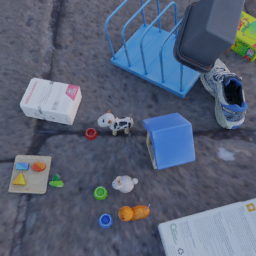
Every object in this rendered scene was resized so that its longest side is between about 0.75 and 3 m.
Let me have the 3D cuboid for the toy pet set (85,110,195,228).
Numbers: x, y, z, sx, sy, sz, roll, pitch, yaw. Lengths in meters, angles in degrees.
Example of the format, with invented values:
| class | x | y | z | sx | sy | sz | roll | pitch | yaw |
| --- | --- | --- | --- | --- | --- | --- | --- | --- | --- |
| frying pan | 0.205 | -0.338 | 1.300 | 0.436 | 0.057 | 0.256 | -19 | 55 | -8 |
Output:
| class | x | y | z | sx | sy | sz | roll | pitch | yaw |
| --- | --- | --- | --- | --- | --- | --- | --- | --- | --- |
| toy pet set | 0.275 | 0.710 | 7.200 | 2.690 | 1.530 | 2.881 | -12 | 64 | -6 |

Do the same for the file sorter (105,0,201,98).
| class | x | y | z | sx | sy | sz | roll | pitch | yaw |
| --- | --- | --- | --- | --- | --- | --- | --- | --- | --- |
| file sorter | 0.991 | -2.696 | 8.566 | 2.855 | 1.752 | 1.981 | 31 | 70 | 25 |

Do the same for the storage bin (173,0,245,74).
| class | x | y | z | sx | sy | sz | roll | pitch | yaw |
| --- | --- | --- | --- | --- | --- | --- | --- | --- | --- |
| storage bin | 2.160 | -2.491 | 6.962 | 1.389 | 1.282 | 1.908 | 23 | 73 | -12 |

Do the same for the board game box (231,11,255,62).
| class | x | y | z | sx | sy | sz | roll | pitch | yaw |
| --- | --- | --- | --- | --- | --- | --- | --- | --- | --- |
| board game box | 3.786 | -3.521 | 9.932 | 2.459 | 0.585 | 1.249 | 41 | 69 | 19 |

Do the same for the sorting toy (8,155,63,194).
| class | x | y | z | sx | sy | sz | roll | pitch | yaw |
| --- | --- | --- | --- | --- | --- | --- | --- | --- | --- |
| sorting toy | -2.451 | 1.246 | 7.659 | 1.472 | 0.217 | 1.088 | 2 | 62 | 2 |

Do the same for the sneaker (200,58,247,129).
| class | x | y | z | sx | sy | sz | roll | pitch | yaw |
| --- | --- | --- | --- | --- | --- | --- | --- | --- | --- |
| sneaker | 2.998 | -1.338 | 8.503 | 1.008 | 1.115 | 2.617 | -11 | 62 | -6 |

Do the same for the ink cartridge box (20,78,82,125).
| class | x | y | z | sx | sy | sz | roll | pitch | yaw |
| --- | --- | --- | --- | --- | --- | --- | --- | --- | --- |
| ink cartridge box | -2.299 | -0.817 | 8.504 | 1.498 | 0.620 | 1.098 | 11 | 63 | 6 |

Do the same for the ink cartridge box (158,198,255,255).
| class | x | y | z | sx | sy | sz | roll | pitch | yaw |
| --- | --- | --- | --- | --- | --- | --- | --- | --- | --- |
| ink cartridge box | 2.356 | 3.205 | 6.332 | 2.740 | 0.593 | 2.690 | -14 | 63 | -2 |
